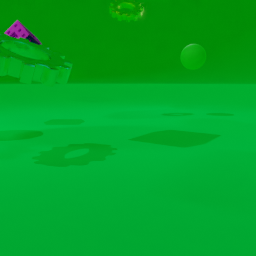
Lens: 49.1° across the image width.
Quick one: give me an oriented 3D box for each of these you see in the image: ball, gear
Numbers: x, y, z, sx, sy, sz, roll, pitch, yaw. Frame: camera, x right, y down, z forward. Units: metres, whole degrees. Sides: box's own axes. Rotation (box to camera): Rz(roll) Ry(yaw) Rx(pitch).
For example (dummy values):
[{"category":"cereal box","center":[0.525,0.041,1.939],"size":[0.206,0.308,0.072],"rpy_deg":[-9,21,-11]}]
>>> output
[{"category":"ball","center":[2.362,-2.574,10.138],"size":[0.905,0.905,0.905],"rpy_deg":[0,10,0]},{"category":"gear","center":[-1.735,-1.173,4.699],"size":[1.553,0.287,1.553],"rpy_deg":[20,23,-9]},{"category":"gear","center":[-0.058,-4.190,9.933],"size":[1.188,0.220,1.188],"rpy_deg":[2,52,-3]}]

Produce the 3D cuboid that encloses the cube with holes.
[{"category":"cube with holes","center":[-3.103,-2.422,8.277],"size":[0.852,0.852,0.852],"rpy_deg":[49,4,29]}]
